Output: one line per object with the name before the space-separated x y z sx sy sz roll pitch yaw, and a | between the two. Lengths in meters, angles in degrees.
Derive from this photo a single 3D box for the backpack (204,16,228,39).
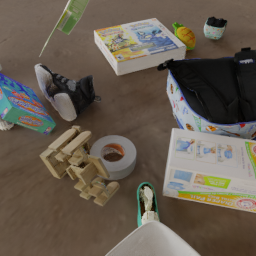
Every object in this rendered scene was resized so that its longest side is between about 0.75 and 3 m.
backpack | 3.698 -4.250 11.984 0.895 0.781 1.018 20 38 13

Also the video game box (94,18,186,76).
video game box | 0.421 -3.372 11.259 2.899 0.678 2.641 -18 46 -16

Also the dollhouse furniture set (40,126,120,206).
dollhouse furniture set | -1.059 0.691 6.806 1.844 1.616 1.225 7 42 45

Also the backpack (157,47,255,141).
backpack | 2.408 -0.666 7.690 2.801 2.157 2.668 -9 42 -1

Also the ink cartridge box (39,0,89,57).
ink cartridge box | -1.524 -2.602 6.933 0.446 1.352 1.859 26 80 -21

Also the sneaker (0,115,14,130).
sneaker | -3.790 -0.736 8.582 0.572 0.881 1.526 -14 48 -7

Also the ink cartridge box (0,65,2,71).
ink cartridge box | -5.595 -2.875 9.762 1.588 2.166 0.900 21 53 20

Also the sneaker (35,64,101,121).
sneaker | -1.958 -1.377 9.200 1.467 0.973 2.579 -28 58 -24

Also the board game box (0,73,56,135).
board game box | -3.195 -0.767 8.240 0.459 1.551 2.040 -48 55 9

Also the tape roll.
tape roll | -0.394 0.774 7.506 1.228 0.406 1.228 1 47 -1

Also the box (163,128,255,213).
box | 2.091 1.003 6.660 2.325 1.308 1.178 9 47 8

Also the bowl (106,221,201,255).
bowl | 0.469 3.158 4.951 2.285 0.853 2.281 -34 55 -29

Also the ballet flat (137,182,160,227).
ballet flat | 0.455 1.890 6.362 0.513 0.536 1.524 -4 47 -4

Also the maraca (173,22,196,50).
maraca | 2.293 -3.792 11.502 0.974 0.760 1.420 5 58 -36
